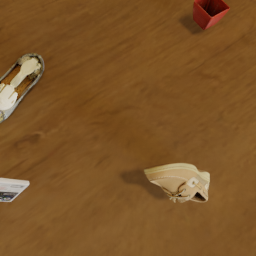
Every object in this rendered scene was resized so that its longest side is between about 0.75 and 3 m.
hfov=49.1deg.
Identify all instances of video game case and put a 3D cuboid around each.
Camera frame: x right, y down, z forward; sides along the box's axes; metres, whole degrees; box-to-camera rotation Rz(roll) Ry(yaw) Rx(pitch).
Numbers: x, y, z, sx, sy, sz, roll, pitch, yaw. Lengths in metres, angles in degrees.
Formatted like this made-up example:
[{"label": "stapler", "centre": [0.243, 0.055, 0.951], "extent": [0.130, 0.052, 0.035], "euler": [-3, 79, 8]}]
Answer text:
[{"label": "video game case", "centre": [-3.013, 1.412, 6.409], "extent": [1.110, 1.009, 0.130], "euler": [17, 45, -41]}]

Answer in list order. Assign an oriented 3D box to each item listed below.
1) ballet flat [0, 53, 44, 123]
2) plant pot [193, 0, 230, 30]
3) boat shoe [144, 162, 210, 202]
[{"label": "ballet flat", "centre": [-3.239, -1.183, 7.813], "extent": [0.938, 0.938, 2.607], "euler": [25, 64, 11]}, {"label": "plant pot", "centre": [2.563, -3.674, 8.961], "extent": [0.831, 0.732, 0.830], "euler": [-32, 73, -17]}, {"label": "boat shoe", "centre": [1.221, 1.260, 6.220], "extent": [0.828, 2.323, 0.749], "euler": [-17, 65, 39]}]
